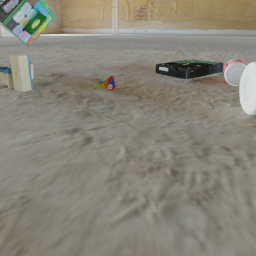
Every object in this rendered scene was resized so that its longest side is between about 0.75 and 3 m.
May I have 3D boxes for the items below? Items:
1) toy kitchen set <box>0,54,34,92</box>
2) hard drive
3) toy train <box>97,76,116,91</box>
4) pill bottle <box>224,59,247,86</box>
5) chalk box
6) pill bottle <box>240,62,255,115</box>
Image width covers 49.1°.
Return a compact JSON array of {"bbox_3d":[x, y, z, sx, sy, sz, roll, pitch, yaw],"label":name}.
[{"bbox_3d":[-4.246,-2.452,11.444,2.276,1.341,1.823,16,27,34],"label":"toy kitchen set"},{"bbox_3d":[3.006,-2.883,13.616,2.844,0.538,1.987,-18,28,-37],"label":"hard drive"},{"bbox_3d":[-0.883,-1.631,10.655,0.643,0.470,1.111,-7,20,12],"label":"toy train"},{"bbox_3d":[4.568,-2.407,11.879,0.950,0.950,1.693,6,22,14],"label":"pill bottle"},{"bbox_3d":[-2.738,-2.947,7.056,1.834,1.144,1.136,41,-2,15],"label":"chalk box"},{"bbox_3d":[4.666,-1.083,7.803,2.633,1.489,1.489,0,22,-1],"label":"pill bottle"}]
